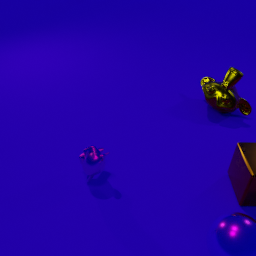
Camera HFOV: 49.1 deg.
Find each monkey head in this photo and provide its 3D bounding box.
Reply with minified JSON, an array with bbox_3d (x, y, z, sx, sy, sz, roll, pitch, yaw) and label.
[{"bbox_3d":[-0.724,0.748,6.451,0.611,1.014,0.729,48,32,21],"label":"monkey head"},{"bbox_3d":[3.018,-1.162,8.606,1.912,1.376,1.152,41,23,22],"label":"monkey head"}]

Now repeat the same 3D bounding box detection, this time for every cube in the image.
[{"bbox_3d":[2.934,1.013,6.187,1.016,1.016,1.016,0,39,0],"label":"cube"}]

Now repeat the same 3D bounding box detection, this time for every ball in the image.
[{"bbox_3d":[1.911,2.014,4.916,1.036,1.036,1.036,0,38,0],"label":"ball"}]
